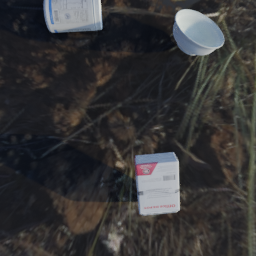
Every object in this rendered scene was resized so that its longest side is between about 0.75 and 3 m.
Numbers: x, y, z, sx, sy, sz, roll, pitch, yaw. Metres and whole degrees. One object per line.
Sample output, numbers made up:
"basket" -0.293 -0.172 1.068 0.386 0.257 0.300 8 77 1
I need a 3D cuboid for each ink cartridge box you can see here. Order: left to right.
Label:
"ink cartridge box" 0.711 1.357 6.827 1.013 0.590 1.390 -5 108 0

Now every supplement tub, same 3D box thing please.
"supplement tub" -1.577 -3.357 8.205 1.564 1.032 1.032 -3 75 -2

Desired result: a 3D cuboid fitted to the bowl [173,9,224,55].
"bowl" 1.856 -2.559 7.894 1.544 0.694 1.544 12 55 -18
